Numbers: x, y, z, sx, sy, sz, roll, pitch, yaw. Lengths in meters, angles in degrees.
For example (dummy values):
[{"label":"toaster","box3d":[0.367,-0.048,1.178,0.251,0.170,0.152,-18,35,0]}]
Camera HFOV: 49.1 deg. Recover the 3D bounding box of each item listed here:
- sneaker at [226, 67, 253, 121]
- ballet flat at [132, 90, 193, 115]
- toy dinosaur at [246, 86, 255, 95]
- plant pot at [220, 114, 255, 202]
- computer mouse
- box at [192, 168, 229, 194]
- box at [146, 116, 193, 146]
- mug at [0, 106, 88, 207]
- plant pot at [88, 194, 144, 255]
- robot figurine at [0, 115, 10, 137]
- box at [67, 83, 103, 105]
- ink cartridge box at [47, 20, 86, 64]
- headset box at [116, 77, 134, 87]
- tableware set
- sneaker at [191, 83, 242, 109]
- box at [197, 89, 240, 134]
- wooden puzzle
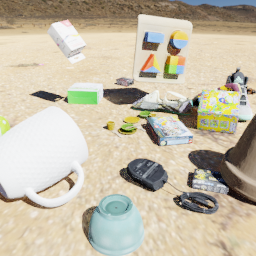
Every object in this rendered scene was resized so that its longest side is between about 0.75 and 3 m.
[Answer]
[{"label":"sneaker","box3d":[4.814,-1.651,12.333,1.108,1.994,2.850,0,27,2]},{"label":"ballet flat","box3d":[1.562,-1.240,12.799,2.806,1.009,1.009,7,25,16]},{"label":"toy dinosaur","box3d":[6.422,-2.031,15.325,1.117,0.570,0.758,-6,2,37]},{"label":"plant pot","box3d":[3.739,0.571,7.220,2.245,1.958,2.245,6,26,-3]},{"label":"computer mouse","box3d":[1.064,1.541,7.328,2.669,0.454,0.782,26,44,33]},{"label":"box","box3d":[2.248,1.440,7.656,0.920,0.226,0.741,7,28,15]},{"label":"box","box3d":[1.504,0.066,10.530,1.227,0.338,1.796,-5,26,-11]},{"label":"mug","box3d":[-2.217,0.916,7.160,2.481,1.831,2.175,40,54,20]},{"label":"plant pot","box3d":[-0.249,1.912,5.880,1.207,0.809,1.207,0,23,0]},{"label":"robot figurine","box3d":[-4.909,0.127,9.621,1.778,1.028,1.560,-17,51,-34]},{"label":"box","box3d":[-2.142,-1.775,14.242,1.530,0.740,1.350,2,24,5]},{"label":"ink cartridge box","box3d":[-2.450,-3.619,11.761,0.560,1.661,0.967,-33,6,45]},{"label":"headset box","box3d":[-0.140,-2.812,17.049,0.960,0.360,0.714,17,29,33]},{"label":"tableware set","box3d":[0.237,-0.273,11.351,2.316,0.355,1.560,-15,28,-29]},{"label":"sneaker","box3d":[3.685,-1.251,12.090,1.113,0.926,2.471,-11,-7,-29]},{"label":"box","box3d":[3.564,-0.690,11.034,1.480,0.937,1.537,7,43,19]},{"label":"wooden puzzle","box3d":[1.576,-3.354,12.185,2.585,2.791,0.646,0,13,-19]}]
